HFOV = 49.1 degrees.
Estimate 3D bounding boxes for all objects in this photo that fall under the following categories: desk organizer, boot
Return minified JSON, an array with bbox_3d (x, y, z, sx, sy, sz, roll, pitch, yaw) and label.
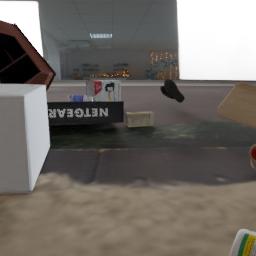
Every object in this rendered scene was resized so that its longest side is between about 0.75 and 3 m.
[{"bbox_3d":[-3.514,-2.168,8.511,1.118,1.041,2.904,-1,43,-54],"label":"desk organizer"},{"bbox_3d":[2.034,-1.948,14.012,0.551,1.384,1.680,-38,21,3],"label":"boot"}]

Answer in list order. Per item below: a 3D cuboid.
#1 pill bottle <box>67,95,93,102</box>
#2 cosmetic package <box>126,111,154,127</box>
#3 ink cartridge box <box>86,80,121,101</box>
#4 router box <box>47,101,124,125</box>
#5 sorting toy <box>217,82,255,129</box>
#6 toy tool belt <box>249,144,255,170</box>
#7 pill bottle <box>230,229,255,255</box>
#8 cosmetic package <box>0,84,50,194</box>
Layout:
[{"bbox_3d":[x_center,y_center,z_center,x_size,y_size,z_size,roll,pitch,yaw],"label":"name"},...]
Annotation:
[{"bbox_3d":[-2.338,-1.287,13.768,1.200,0.672,0.672,1,12,2],"label":"pill bottle"},{"bbox_3d":[0.398,-0.306,9.610,0.929,0.488,0.330,-2,12,-16],"label":"cosmetic package"},{"bbox_3d":[-1.253,-1.835,14.725,0.761,1.340,1.839,11,16,42],"label":"ink cartridge box"},{"bbox_3d":[-1.706,-0.492,9.174,2.852,0.728,2.127,-2,3,-13],"label":"router box"},{"bbox_3d":[4.098,-0.576,8.673,2.154,0.424,2.327,23,40,23],"label":"sorting toy"},{"bbox_3d":[2.717,0.523,4.578,1.576,0.984,0.968,9,6,38],"label":"toy tool belt"},{"bbox_3d":[1.347,1.229,2.362,0.864,0.487,0.487,9,15,36],"label":"pill bottle"},{"bbox_3d":[-2.979,0.032,5.275,2.649,1.628,2.640,-1,12,-10],"label":"cosmetic package"}]
